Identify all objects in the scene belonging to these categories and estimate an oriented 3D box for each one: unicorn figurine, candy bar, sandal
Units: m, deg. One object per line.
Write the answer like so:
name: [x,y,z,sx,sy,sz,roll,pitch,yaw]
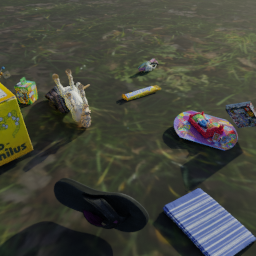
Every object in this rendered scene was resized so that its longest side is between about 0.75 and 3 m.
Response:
unicorn figurine: [-1.620,-0.948,8.479,0.890,1.656,2.411,-13,55,-2]
candy bar: [0.472,-1.243,9.869,1.549,0.172,0.386,-20,39,-27]
sandal: [-0.594,1.494,5.108,1.985,0.746,0.475,11,25,24]

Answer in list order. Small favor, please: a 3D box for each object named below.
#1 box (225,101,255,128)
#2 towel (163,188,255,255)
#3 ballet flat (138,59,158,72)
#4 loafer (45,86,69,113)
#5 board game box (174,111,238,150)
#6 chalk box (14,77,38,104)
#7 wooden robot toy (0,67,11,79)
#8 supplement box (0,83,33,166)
box: [3.127,-0.337,7.551,0.642,0.938,0.187,-9,53,42]
towel: [1.510,1.832,5.395,1.077,0.177,1.487,-18,40,-28]
ballet flat: [0.909,-2.585,11.703,0.415,0.403,1.167,38,46,16]
loafer: [-2.321,-0.827,9.016,0.528,0.602,1.675,-29,34,-7]
board game box: [2.215,-0.109,7.839,1.797,0.350,1.420,17,40,12]
chalk box: [-3.393,-1.270,9.330,0.502,0.809,0.505,9,35,13]
wooden robot toy: [-5.166,-1.931,10.738,1.426,0.628,0.647,-7,0,-9]
supplement box: [-3.909,-0.328,7.098,1.578,1.588,2.899,-29,42,-29]
